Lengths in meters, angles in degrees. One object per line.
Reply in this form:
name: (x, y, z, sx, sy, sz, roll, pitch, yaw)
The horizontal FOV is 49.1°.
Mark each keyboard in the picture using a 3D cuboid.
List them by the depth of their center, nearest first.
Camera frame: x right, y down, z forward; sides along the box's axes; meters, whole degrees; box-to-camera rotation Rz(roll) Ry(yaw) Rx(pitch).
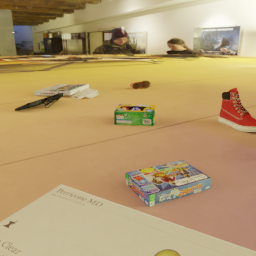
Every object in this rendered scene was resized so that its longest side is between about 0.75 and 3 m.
keyboard: (-3.928, -1.117, 13.047, 1.301, 0.495, 2.500, -17, 10, 29)

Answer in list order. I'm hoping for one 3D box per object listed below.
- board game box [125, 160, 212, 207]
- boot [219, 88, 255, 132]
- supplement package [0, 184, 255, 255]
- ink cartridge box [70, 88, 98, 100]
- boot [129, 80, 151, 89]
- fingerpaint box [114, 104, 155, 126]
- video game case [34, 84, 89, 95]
board game box: (0.873, 1.159, 6.185, 1.574, 0.271, 1.066, -9, 20, -24)
boot: (4.026, -0.684, 9.968, 0.688, 1.370, 1.900, -9, 21, -25)
supplement package: (-0.105, 1.704, 2.293, 2.180, 1.697, 1.208, 10, 21, 29)
ink cartridge box: (-2.357, -1.734, 15.003, 1.225, 0.307, 0.985, -35, 35, -29)
boot: (0.744, -2.722, 17.497, 1.316, 0.494, 0.706, -8, 15, -21)
fingerpaint box: (0.291, -0.532, 10.810, 1.484, 0.544, 1.238, 3, 19, 8)
video game case: (-3.719, -2.199, 16.039, 2.210, 0.279, 2.426, 2, 17, 17)
